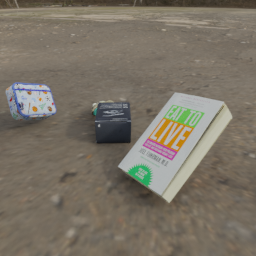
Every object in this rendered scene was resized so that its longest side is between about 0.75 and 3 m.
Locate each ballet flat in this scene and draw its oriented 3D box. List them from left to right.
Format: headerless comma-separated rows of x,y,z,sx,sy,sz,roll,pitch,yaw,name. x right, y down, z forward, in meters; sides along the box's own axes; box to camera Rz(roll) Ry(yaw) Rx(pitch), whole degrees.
-0.810,-0.631,8.334,0.380,0.342,1.008,36,36,25,ballet flat

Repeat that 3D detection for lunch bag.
-2.533,-0.718,7.333,0.473,1.003,1.252,-21,-9,34,lunch bag

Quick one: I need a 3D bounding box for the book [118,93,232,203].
0.847,0.264,5.374,1.986,0.477,1.327,-52,39,-11,book

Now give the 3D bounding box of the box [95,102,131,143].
-0.366,-0.164,7.173,0.883,0.623,1.194,0,28,-1,box
